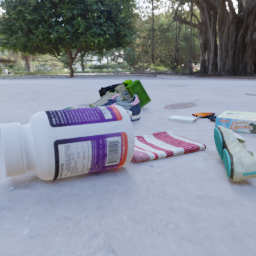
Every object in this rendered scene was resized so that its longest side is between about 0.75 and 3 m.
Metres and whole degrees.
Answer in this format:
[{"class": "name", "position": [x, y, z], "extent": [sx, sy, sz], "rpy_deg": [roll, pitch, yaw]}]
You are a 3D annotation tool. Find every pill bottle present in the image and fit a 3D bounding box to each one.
[{"class": "pill bottle", "position": [-1.393, 0.338, 6.502], "extent": [2.787, 1.553, 1.553], "rpy_deg": [-6, 15, -25]}]

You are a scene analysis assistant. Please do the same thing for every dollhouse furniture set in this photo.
[{"class": "dollhouse furniture set", "position": [-0.493, -1.423, 16.006], "extent": [2.887, 1.449, 1.891], "rpy_deg": [-37, 22, -18]}]

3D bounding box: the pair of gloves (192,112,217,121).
[{"class": "pair of gloves", "position": [3.986, -0.520, 13.210], "extent": [1.396, 0.194, 1.567], "rpy_deg": [-7, 17, -32]}]

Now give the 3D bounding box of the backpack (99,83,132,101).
[{"class": "backpack", "position": [-0.468, -2.186, 17.836], "extent": [2.166, 1.665, 1.767], "rpy_deg": [-31, 24, -24]}]

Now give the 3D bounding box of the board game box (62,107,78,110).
[{"class": "board game box", "position": [-2.892, -0.756, 14.091], "extent": [1.199, 0.268, 2.288], "rpy_deg": [0, 13, 10]}]

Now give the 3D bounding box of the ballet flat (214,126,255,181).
[{"class": "ballet flat", "position": [2.648, 0.596, 6.902], "extent": [0.739, 0.800, 2.372], "rpy_deg": [-3, 23, 9]}]

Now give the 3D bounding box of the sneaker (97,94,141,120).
[{"class": "sneaker", "position": [-0.851, -0.927, 12.659], "extent": [2.946, 1.208, 1.034], "rpy_deg": [-5, 14, -19]}]

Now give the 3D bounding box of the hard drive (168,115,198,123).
[{"class": "hard drive", "position": [2.506, -0.406, 12.778], "extent": [1.159, 0.155, 0.765], "rpy_deg": [8, 15, 29]}]

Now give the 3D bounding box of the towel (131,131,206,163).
[{"class": "towel", "position": [0.848, 0.503, 8.598], "extent": [2.541, 0.289, 1.830], "rpy_deg": [-7, 16, -28]}]

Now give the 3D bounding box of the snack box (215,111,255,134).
[{"class": "snack box", "position": [5.119, -0.194, 10.958], "extent": [2.967, 0.550, 1.724], "rpy_deg": [8, 15, 30]}]

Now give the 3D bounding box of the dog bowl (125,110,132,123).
[{"class": "dog bowl", "position": [-0.630, -0.344, 11.457], "extent": [1.588, 0.626, 1.588], "rpy_deg": [0, 13, 0]}]
